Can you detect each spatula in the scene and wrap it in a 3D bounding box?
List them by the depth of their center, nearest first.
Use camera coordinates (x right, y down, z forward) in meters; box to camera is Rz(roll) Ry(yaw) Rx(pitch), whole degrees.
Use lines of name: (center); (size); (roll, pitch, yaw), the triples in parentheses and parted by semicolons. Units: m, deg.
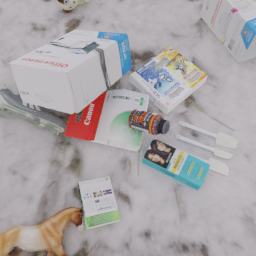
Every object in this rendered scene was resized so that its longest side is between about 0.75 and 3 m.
spatula: (2.289, 0.531, 8.528); (1.880, 0.151, 1.307); (21, 71, 11)

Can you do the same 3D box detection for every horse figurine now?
horse figurine: (-2.419, 3.034, 6.920); (2.801, 0.699, 1.856); (-9, 63, -4)

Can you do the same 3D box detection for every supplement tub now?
supplement tub: (0.597, -0.144, 7.826); (1.119, 0.598, 0.598); (16, 62, 33)

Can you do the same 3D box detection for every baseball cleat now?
baseball cleat: (-2.964, -0.781, 8.734); (2.646, 0.923, 1.408); (21, 65, 9)

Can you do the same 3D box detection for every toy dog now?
toy dog: (-2.228, -5.400, 10.974); (1.616, 1.163, 1.667); (11, 66, 11)

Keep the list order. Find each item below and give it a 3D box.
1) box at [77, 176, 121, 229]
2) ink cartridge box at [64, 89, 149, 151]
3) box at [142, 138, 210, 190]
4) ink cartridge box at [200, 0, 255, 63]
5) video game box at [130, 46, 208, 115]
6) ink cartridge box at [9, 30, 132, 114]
box: (-0.799, 2.000, 7.601); (0.914, 0.230, 1.266); (-7, 61, -20)
ink cartridge box: (-0.610, -0.407, 8.618); (2.297, 0.575, 1.848); (13, 63, -4)
box: (1.364, 1.023, 8.084); (1.800, 0.443, 0.741); (25, 66, 12)
ink cartridge box: (3.772, -3.837, 9.929); (0.901, 1.529, 2.655); (-23, 66, -12)
video game box: (1.353, -1.663, 9.449); (1.966, 0.460, 1.791); (-39, 72, -18)
ink cartridge box: (-1.462, -1.730, 7.892); (2.044, 1.199, 2.792); (14, 39, 26)
